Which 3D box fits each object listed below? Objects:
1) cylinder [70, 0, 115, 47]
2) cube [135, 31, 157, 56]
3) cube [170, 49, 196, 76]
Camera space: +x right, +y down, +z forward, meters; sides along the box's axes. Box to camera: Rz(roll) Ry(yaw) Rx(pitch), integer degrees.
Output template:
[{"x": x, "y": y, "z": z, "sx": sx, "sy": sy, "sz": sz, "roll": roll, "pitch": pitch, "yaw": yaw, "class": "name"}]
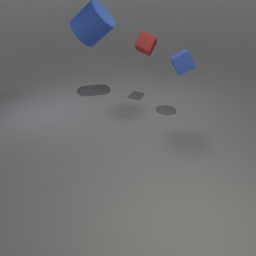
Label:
[{"x": -1.508, "y": -4.450, "z": 11.947, "sx": 1.400, "sy": 1.400, "sz": 1.400, "roll": -33, "pitch": 17, "yaw": 26, "class": "cylinder"}, {"x": 0.770, "y": -3.607, "z": 11.987, "sx": 0.700, "sy": 0.700, "sz": 0.700, "roll": 27, "pitch": 1, "yaw": 8, "class": "cube"}, {"x": 2.092, "y": -2.530, "z": 10.776, "sx": 0.700, "sy": 0.700, "sz": 0.700, "roll": -28, "pitch": 20, "yaw": 13, "class": "cube"}]
